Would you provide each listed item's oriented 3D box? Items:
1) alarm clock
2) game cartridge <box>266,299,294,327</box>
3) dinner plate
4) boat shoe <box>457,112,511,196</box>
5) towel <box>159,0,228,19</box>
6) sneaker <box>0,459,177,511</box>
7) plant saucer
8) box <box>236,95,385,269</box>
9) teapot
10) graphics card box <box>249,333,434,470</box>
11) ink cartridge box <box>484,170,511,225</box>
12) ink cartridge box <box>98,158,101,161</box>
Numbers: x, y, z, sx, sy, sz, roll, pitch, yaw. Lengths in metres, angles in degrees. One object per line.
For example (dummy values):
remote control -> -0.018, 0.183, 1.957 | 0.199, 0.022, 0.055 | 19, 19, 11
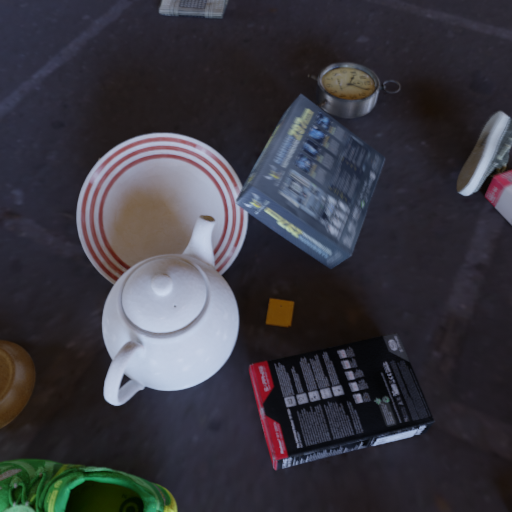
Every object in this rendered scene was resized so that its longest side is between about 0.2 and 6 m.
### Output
alarm clock -> 1.988, -3.284, 11.153 | 1.794, 0.597, 1.210 | -7, 55, -2
game cartridge -> 0.365, 0.875, 8.570 | 0.385, 0.071, 0.436 | 8, 58, 5
dinner plate -> -1.488, -0.650, 9.028 | 2.700, 0.327, 2.700 | 1, 80, -3
boat shoe -> 4.132, -1.723, 9.819 | 0.579, 0.643, 1.817 | 34, 73, -5
towel -> -1.431, -6.255, 13.425 | 1.541, 0.276, 1.600 | 5, 55, 4
sneaker -> -2.304, 2.820, 6.548 | 2.713, 1.134, 1.005 | 2, 56, 2
plant saucer -> -3.860, 1.776, 7.818 | 1.447, 0.256, 1.447 | 0, 55, 0
box -> 0.966, -1.260, 9.149 | 1.903, 0.616, 2.414 | 34, 53, -12
teapot -> -1.228, 0.780, 7.690 | 2.068, 1.530, 2.095 | -18, 61, -11
graphics card box -> 1.102, 1.916, 7.539 | 2.161, 0.550, 1.356 | -12, 55, -7
ink cartridge box -> 4.724, -0.878, 9.486 | 0.943, 0.549, 1.303 | -20, 56, -15
ink cartridge box -> -2.463, -1.390, 10.020 | 0.845, 0.212, 0.685 | 7, 55, -1
